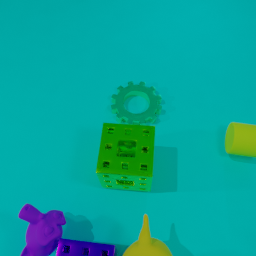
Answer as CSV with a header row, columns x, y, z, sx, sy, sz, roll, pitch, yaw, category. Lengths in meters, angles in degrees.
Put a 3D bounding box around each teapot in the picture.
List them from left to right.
x,y,z,sx,sy,sz,roll,pitch,yaw,category
0.369,2.318,4.925,0.969,0.763,1.558,-4,106,14,teapot

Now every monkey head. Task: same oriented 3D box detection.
x,y,z,sx,sy,sz,roll,pitch,yaw,category
-1.701,1.925,5.314,0.970,0.813,1.349,35,28,-9,monkey head

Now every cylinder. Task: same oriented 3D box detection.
x,y,z,sx,sy,sz,roll,pitch,yaw,category
2.641,0.269,6.290,0.722,0.722,0.722,8,64,4,cylinder

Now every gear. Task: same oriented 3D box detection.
x,y,z,sx,sy,sz,roll,pitch,yaw,category
0.217,-0.614,7.280,1.312,0.243,1.312,0,63,0,gear

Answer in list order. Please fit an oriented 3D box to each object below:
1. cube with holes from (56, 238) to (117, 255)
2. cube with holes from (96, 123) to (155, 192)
x,y,z,sx,sy,sz,roll,pitch,yaw,category
-0.782,2.682,5.189,1.005,1.005,1.005,6,63,3,cube with holes
-0.009,0.650,6.021,1.091,1.091,1.091,4,63,4,cube with holes
